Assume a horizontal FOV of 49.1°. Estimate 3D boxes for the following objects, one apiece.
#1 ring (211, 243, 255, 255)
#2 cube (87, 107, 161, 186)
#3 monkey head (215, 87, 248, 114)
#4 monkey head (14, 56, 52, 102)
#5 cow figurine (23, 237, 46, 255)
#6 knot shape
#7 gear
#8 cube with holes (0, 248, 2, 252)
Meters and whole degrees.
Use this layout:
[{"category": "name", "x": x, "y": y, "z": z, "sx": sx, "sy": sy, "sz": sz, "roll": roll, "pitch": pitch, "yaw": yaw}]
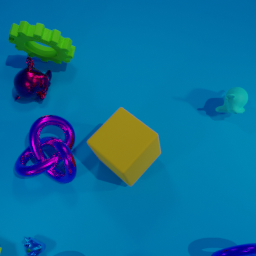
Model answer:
[{"category": "ring", "x": 2.600, "y": 3.028, "z": 6.714, "sx": 1.254, "sy": 1.254, "sz": 0.251, "roll": -8, "pitch": 57, "yaw": -4}, {"category": "cube", "x": -0.055, "y": 0.533, "z": 7.604, "sx": 1.329, "sy": 1.329, "sz": 1.329, "roll": 38, "pitch": 76, "yaw": 24}, {"category": "monkey head", "x": 3.127, "y": -0.837, "z": 8.499, "sx": 0.942, "sy": 1.310, "sz": 0.789, "roll": 0, "pitch": 103, "yaw": 33}, {"category": "monkey head", "x": -3.004, "y": -1.512, "z": 8.905, "sx": 1.060, "sy": 1.759, "sz": 1.265, "roll": 23, "pitch": 40, "yaw": -17}, {"category": "cow figurine", "x": -2.484, "y": 3.380, "z": 7.010, "sx": 1.084, "sy": 0.595, "sz": 1.067, "roll": -38, "pitch": 73, "yaw": -9}, {"category": "knot shape", "x": -2.107, "y": 0.765, "z": 7.791, "sx": 1.833, "sy": 0.905, "sz": 1.958, "roll": 40, "pitch": 91, "yaw": 18}, {"category": "gear", "x": -2.652, "y": -2.593, "z": 8.700, "sx": 1.945, "sy": 1.945, "sz": 0.360, "roll": 11, "pitch": 80, "yaw": 5}, {"category": "cube with holes", "x": -3.549, "y": 3.253, "z": 6.484, "sx": 0.780, "sy": 0.780, "sz": 0.780, "roll": 26, "pitch": 109, "yaw": -21}]
